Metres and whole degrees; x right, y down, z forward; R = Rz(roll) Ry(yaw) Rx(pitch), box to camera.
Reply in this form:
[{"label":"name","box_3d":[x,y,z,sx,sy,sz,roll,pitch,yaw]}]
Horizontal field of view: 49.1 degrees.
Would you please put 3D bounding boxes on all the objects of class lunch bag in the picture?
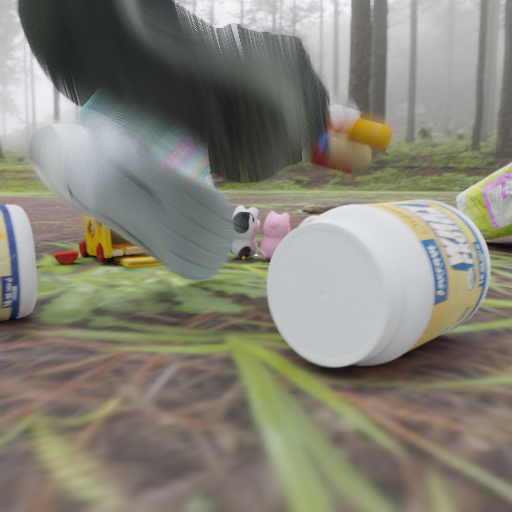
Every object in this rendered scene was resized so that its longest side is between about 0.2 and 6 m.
[{"label":"lunch bag","box_3d":[-1.533,-1.943,8.929,0.992,2.065,2.574,-24,23,25]}]

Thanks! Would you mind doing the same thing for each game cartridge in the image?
[{"label":"game cartridge","box_3d":[-1.495,0.063,7.324,0.581,0.107,0.659,-4,6,-28]}]

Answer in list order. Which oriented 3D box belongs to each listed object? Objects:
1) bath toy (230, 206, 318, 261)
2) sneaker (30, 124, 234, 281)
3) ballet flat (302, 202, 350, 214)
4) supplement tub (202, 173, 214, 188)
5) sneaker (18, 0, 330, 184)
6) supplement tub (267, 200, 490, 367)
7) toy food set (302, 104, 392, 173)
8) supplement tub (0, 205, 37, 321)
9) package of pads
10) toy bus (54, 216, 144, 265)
[{"label":"bath toy","box_3d":[0.163,-0.217,7.530,1.669,0.726,0.617,6,45,16]},{"label":"sneaker","box_3d":[-0.989,-0.512,5.163,0.885,0.913,2.499,27,-10,28]},{"label":"ballet flat","box_3d":[2.217,-1.502,17.502,1.617,0.375,0.545,-1,8,-7]},{"label":"supplement tub","box_3d":[-1.835,-1.466,12.742,1.627,1.627,2.656,-1,9,-10]},{"label":"sneaker","box_3d":[-0.659,-1.741,5.132,3.125,1.195,1.790,31,25,18]},{"label":"supplement tub","box_3d":[0.803,0.144,3.564,0.962,0.962,1.330,7,11,41]},{"label":"toy food set","box_3d":[1.329,-2.195,10.238,1.035,1.098,2.301,8,22,-26]},{"label":"supplement tub","box_3d":[-2.367,0.089,4.163,1.256,0.907,0.907,-6,10,-32]},{"label":"package of pads","box_3d":[4.483,-0.904,8.492,2.172,0.959,2.812,-10,-6,1]},{"label":"toy bus","box_3d":[-1.952,-0.418,7.722,1.628,0.841,1.537,-3,8,12]}]
